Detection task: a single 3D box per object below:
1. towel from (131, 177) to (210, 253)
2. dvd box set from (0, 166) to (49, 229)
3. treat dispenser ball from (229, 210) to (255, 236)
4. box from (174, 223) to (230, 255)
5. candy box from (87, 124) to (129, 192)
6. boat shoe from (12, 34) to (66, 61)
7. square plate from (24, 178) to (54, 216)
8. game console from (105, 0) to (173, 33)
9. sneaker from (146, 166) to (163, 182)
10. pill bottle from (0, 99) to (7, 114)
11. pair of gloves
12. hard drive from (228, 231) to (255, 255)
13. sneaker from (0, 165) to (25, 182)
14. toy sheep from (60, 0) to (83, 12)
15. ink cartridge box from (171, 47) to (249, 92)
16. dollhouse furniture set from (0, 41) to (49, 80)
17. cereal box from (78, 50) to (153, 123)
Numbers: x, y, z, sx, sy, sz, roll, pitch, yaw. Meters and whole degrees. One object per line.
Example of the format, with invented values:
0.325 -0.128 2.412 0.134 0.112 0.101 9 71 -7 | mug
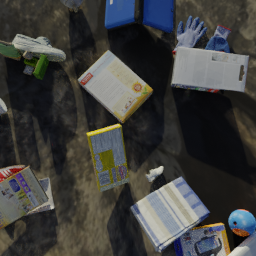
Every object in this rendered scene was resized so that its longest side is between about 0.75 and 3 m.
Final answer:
1.512 2.995 10.021 2.451 0.292 1.800 -25 63 -24 | towel
-4.188 2.566 10.281 2.062 0.303 1.509 -31 93 -10 | dvd box set
4.122 3.418 10.115 0.916 0.916 0.916 0 78 0 | treat dispenser ball
2.664 4.223 10.208 1.906 0.395 1.135 -9 79 -4 | box
-0.674 1.108 10.057 1.221 0.316 2.389 -17 117 -20 | candy box
-3.645 -3.384 11.546 2.366 0.825 0.842 14 83 6 | boat shoe
-3.470 2.604 10.648 1.197 0.170 1.186 -13 78 -3 | square plate
0.517 -5.530 12.273 2.491 1.727 2.919 -4 76 31 | game console
1.028 1.709 10.733 0.786 0.293 0.342 -39 93 -12 | sneaker
-5.529 -0.643 11.030 1.293 0.731 0.731 -26 80 -4 | pill bottle
3.203 -3.625 11.886 2.539 0.289 2.041 23 81 6 | pair of gloves
4.285 5.115 9.844 2.874 0.384 1.896 -38 93 -8 | hard drive
-4.513 1.867 10.645 1.326 0.472 0.746 -15 76 4 | sneaker
-2.390 -5.661 11.838 1.225 1.225 1.777 -22 79 -4 | toy sheep
3.223 -2.257 11.191 2.794 0.703 1.522 9 87 6 | ink cartridge box
-4.401 -2.710 11.260 2.265 1.132 0.874 18 79 3 | dollhouse furniture set
-0.512 -1.683 11.357 2.528 0.500 1.819 43 82 8 | cereal box
